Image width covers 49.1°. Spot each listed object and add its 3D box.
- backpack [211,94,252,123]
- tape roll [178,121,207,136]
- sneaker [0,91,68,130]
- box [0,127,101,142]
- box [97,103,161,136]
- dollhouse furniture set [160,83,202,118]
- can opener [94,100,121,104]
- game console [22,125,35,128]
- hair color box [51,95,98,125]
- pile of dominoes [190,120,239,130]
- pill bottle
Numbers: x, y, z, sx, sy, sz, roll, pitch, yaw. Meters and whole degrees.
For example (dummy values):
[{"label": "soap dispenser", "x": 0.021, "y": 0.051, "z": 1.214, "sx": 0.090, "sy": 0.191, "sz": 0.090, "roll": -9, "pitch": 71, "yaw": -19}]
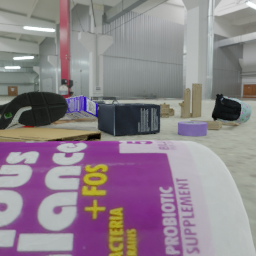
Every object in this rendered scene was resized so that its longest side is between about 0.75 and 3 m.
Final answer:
[{"label": "backpack", "x": 4.260, "y": -0.734, "z": 11.493, "sx": 0.932, "sy": 1.229, "sz": 1.473, "roll": 1, "pitch": 12, "yaw": -28}, {"label": "tape roll", "x": 1.932, "y": 0.014, "z": 8.429, "sx": 0.860, "sy": 0.365, "sz": 0.860, "roll": -1, "pitch": 7, "yaw": 0}, {"label": "sneaker", "x": -3.357, "y": -0.521, "z": 8.771, "sx": 2.814, "sy": 1.062, "sz": 1.619, "roll": -15, "pitch": 11, "yaw": -17}, {"label": "box", "x": -2.244, "y": 0.222, "z": 7.046, "sx": 2.498, "sy": 0.266, "sz": 2.042, "roll": 3, "pitch": 6, "yaw": 29}, {"label": "box", "x": -0.007, "y": -0.321, "z": 8.852, "sx": 1.547, "sy": 0.908, "sz": 1.521, "roll": -3, "pitch": 7, "yaw": -24}, {"label": "dollhouse furniture set", "x": 2.390, "y": -1.441, "z": 14.585, "sx": 2.108, "sy": 1.718, "sz": 2.005, "roll": 7, "pitch": 10, "yaw": 44}, {"label": "can opener", "x": -1.743, "y": -1.283, "z": 18.111, "sx": 2.996, "sy": 0.789, "sz": 0.996, "roll": -1, "pitch": -28, "yaw": -18}, {"label": "game console", "x": -3.617, "y": -0.639, "z": 10.329, "sx": 1.356, "sy": 0.238, "sz": 1.533, "roll": 10, "pitch": 50, "yaw": 23}, {"label": "hair color box", "x": -2.028, "y": -0.563, "z": 9.458, "sx": 1.807, "sy": 0.586, "sz": 0.988, "roll": -6, "pitch": -14, "yaw": 23}, {"label": "pile of dominoes", "x": 3.209, "y": -0.081, "z": 10.274, "sx": 1.471, "sy": 0.301, "sz": 1.888, "roll": 3, "pitch": 0, "yaw": 28}, {"label": "pill bottle", "x": -0.538, "y": 0.571, "z": 1.217, "sx": 1.845, "sy": 1.036, "sz": 1.036, "roll": -1, "pitch": 7, "yaw": -3}]
